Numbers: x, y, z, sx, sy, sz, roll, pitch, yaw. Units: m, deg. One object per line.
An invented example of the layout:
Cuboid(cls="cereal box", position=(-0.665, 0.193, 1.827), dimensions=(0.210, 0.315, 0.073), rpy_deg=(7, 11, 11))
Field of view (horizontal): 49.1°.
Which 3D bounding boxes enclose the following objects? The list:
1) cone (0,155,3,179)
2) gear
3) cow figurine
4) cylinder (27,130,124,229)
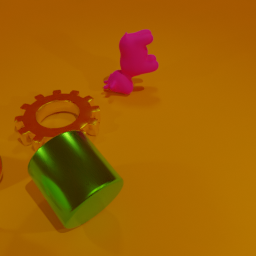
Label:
Cuboid(cls="cone", position=(-3.338, 0.651, 5.946), dimensions=(1.313, 1.313, 1.318), rpy_deg=(-16, 16, -18))
Cuboid(cls="gear", position=(-1.746, -0.226, 7.103), dimensions=(2.056, 0.380, 2.056), rpy_deg=(0, 43, 0))
Cuboid(cls="cow figurine", position=(-0.015, -1.837, 7.988), dimensions=(1.696, 1.724, 0.946), rpy_deg=(-13, 34, 5))
Cuboid(cls="cylinder", position=(-0.918, 0.887, 4.962), dimensions=(1.237, 1.237, 1.237), rpy_deg=(-29, 64, -30))
